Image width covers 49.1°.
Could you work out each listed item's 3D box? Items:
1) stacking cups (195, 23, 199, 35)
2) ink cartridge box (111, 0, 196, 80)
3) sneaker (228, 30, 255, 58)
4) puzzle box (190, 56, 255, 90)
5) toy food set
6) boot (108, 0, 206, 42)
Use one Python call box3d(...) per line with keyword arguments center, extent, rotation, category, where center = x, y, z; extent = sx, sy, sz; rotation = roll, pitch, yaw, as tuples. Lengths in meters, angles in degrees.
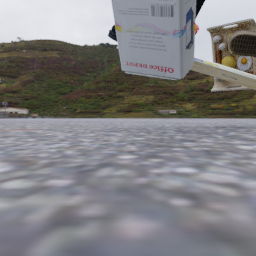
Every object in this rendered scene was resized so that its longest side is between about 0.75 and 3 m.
box3d(center=(0.922, -3.107, 7.131), extent=(2.142, 0.648, 0.648), rotation=(33, -8, -17), category="stacking cups")
box3d(center=(0.598, -2.326, 6.233), extent=(1.624, 2.234, 0.978), rotation=(14, 42, 27), category="ink cartridge box")
box3d(center=(4.230, -2.371, 8.091), extent=(2.582, 0.909, 0.975), rotation=(17, 34, 7), category="sneaker")
box3d(center=(3.015, -1.745, 8.800), extent=(2.479, 0.315, 1.649), rotation=(20, 22, 8), category="puzzle box")
box3d(center=(3.679, -2.523, 9.992), extent=(1.683, 2.346, 0.709), rotation=(2, 15, 43), category="toy food set")
box3d(center=(0.861, -3.246, 7.761), extent=(2.570, 2.159, 0.981), rotation=(4, 29, -24), category="boot")
